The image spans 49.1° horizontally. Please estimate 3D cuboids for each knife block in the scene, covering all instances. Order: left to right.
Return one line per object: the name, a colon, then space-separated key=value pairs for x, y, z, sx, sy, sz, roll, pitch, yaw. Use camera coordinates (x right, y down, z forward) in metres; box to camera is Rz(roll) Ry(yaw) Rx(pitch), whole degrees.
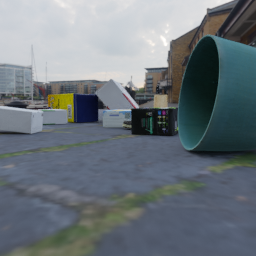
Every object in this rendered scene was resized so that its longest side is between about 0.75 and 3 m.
knife block: x=1.786 y=-1.400 z=15.322 sx=0.739 sy=2.028 sz=2.310 roll=0 pitch=5 yaw=9

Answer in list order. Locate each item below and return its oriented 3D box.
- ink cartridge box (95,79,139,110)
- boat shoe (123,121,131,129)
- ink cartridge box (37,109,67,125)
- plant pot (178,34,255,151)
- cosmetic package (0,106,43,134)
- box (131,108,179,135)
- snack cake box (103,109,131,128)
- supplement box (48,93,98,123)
ink cartridge box: x=-0.453 y=-1.398 z=14.746 sx=1.125 sy=1.993 sz=2.715 roll=-39 pitch=-1 yaw=8
boat shoe: x=0.742 y=-0.264 z=10.272 sx=1.897 sy=0.615 sz=0.694 roll=0 pitch=5 yaw=-6
ink cartridge box: x=-3.615 y=-0.548 z=13.276 sx=1.152 sy=0.668 sz=1.591 roll=-2 pitch=5 yaw=-24
plant pot: x=2.133 y=-0.536 z=5.436 sx=1.758 sy=2.191 sz=2.191 roll=8 pitch=4 yaw=-5
cosmetic package: x=-3.751 y=-0.290 z=8.966 sx=1.799 sy=0.730 sz=1.015 roll=8 pitch=5 yaw=4
box: x=0.867 y=-0.224 z=8.639 sx=1.319 sy=0.820 sz=0.980 roll=1 pitch=5 yaw=22
snack cake box: x=-0.194 y=-0.424 z=11.721 sx=1.176 sy=0.687 sz=2.045 roll=0 pitch=5 yaw=12
supplement box: x=-2.929 y=-1.066 z=14.764 sx=2.632 sy=1.442 sz=1.433 roll=4 pitch=6 yaw=44
